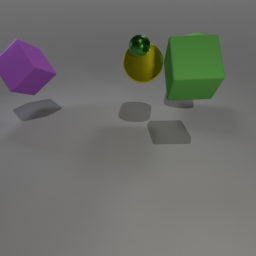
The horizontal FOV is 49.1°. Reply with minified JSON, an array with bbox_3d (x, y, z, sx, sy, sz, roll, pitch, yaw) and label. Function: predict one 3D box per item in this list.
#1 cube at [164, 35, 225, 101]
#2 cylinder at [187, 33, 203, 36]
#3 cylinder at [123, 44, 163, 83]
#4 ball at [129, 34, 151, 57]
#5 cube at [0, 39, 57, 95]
[{"bbox_3d":[1.881,-1.742,8.302,1.400,1.400,1.400,-2,71,0],"label":"cube"},{"bbox_3d":[2.758,-3.036,11.447,1.400,1.400,1.400,5,30,9],"label":"cylinder"},{"bbox_3d":[0.579,-2.405,10.299,1.400,1.400,1.400,3,15,5],"label":"cylinder"},{"bbox_3d":[0.380,-2.628,8.964,0.700,0.700,0.700,0,29,0],"label":"ball"},{"bbox_3d":[-3.946,-2.279,10.812,1.400,1.400,1.400,54,15,11],"label":"cube"}]
